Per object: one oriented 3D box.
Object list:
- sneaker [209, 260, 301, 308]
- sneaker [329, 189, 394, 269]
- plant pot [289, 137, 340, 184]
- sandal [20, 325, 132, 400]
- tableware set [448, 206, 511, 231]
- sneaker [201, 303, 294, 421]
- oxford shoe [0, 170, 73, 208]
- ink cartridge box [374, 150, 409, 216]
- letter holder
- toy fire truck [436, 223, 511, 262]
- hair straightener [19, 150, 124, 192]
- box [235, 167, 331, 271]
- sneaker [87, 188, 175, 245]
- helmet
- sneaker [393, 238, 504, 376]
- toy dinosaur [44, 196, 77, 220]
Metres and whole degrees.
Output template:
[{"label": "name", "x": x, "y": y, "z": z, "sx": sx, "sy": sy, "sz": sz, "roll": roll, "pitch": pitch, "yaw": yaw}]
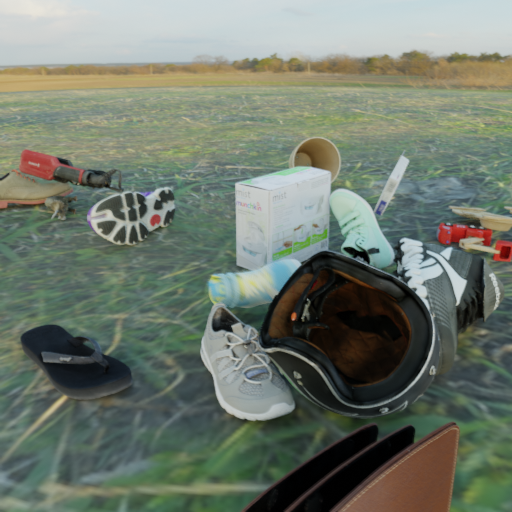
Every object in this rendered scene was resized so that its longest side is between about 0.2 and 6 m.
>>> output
[{"label": "sneaker", "x": -0.101, "y": 0.458, "z": 8.532, "sx": 1.028, "sy": 0.626, "sz": 1.575, "roll": 4, "pitch": -23, "yaw": -43}, {"label": "sneaker", "x": 1.865, "y": -0.519, "z": 10.748, "sx": 1.080, "sy": 0.674, "sz": 1.830, "roll": -14, "pitch": 66, "yaw": -53}, {"label": "plant pot", "x": 1.592, "y": -2.810, "z": 17.023, "sx": 1.479, "sy": 1.479, "sz": 1.579, "roll": -5, "pitch": 9, "yaw": -12}, {"label": "sandal", "x": -2.550, "y": 1.343, "z": 7.594, "sx": 2.172, "sy": 0.465, "sz": 0.826, "roll": 17, "pitch": 27, "yaw": 36}, {"label": "tableware set", "x": 5.903, "y": -0.832, "z": 12.740, "sx": 2.396, "sy": 0.333, "sz": 2.868, "roll": 6, "pitch": 15, "yaw": -1}, {"label": "sneaker", "x": -0.231, "y": 1.310, "z": 7.135, "sx": 0.787, "sy": 0.863, "sz": 2.105, "roll": -11, "pitch": 24, "yaw": -26}, {"label": "oxford shoe", "x": -6.144, "y": -1.831, "z": 14.832, "sx": 2.511, "sy": 0.939, "sz": 0.885, "roll": -13, "pitch": 16, "yaw": -32}, {"label": "ink cartridge box", "x": 2.756, "y": -1.459, "z": 11.254, "sx": 0.219, "sy": 0.992, "sz": 1.011, "roll": 28, "pitch": 53, "yaw": 12}, {"label": "letter holder", "x": 0.785, "y": 2.035, "z": 4.727, "sx": 1.835, "sy": 1.304, "sz": 0.923, "roll": -18, "pitch": 28, "yaw": -37}, {"label": "toy fire truck", "x": 4.598, "y": -0.310, "z": 11.872, "sx": 1.523, "sy": 0.371, "sz": 1.074, "roll": 9, "pitch": 23, "yaw": 20}, {"label": "hair straightener", "x": -4.505, "y": -2.167, "z": 14.348, "sx": 3.643, "sy": 0.745, "sz": 1.402, "roll": 11, "pitch": 2, "yaw": 36}, {"label": "box", "x": 0.578, "y": -0.745, "z": 11.134, "sx": 0.940, "sy": 1.716, "sz": 1.945, "roll": 17, "pitch": 28, "yaw": 39}, {"label": "sneaker", "x": -2.916, "y": -0.900, "z": 12.694, "sx": 1.179, "sy": 1.139, "sz": 2.826, "roll": -1, "pitch": 10, "yaw": 21}, {"label": "helmet", "x": 1.150, "y": 0.994, "z": 6.620, "sx": 1.832, "sy": 1.921, "sz": 1.921, "roll": 34, "pitch": 19, "yaw": -11}, {"label": "sneaker", "x": 2.946, "y": 0.601, "z": 8.450, "sx": 1.652, "sy": 1.213, "sz": 3.651, "roll": 2, "pitch": 20, "yaw": 12}, {"label": "toy dinosaur", "x": -5.021, "y": -1.336, "z": 14.198, "sx": 0.738, "sy": 0.556, "sz": 1.444, "roll": 3, "pitch": 18, "yaw": -43}]
